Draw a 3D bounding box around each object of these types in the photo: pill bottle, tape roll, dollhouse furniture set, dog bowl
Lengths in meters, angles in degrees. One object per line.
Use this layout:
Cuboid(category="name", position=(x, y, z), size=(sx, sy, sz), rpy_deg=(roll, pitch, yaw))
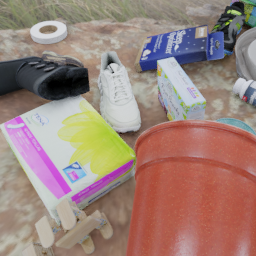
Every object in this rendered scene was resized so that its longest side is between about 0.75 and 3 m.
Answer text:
Cuboid(category="pill bottle", position=(3.457, -0.967, 7.737), size=(1.011, 0.605, 0.605), rpy_deg=(33, 56, 28))
Cuboid(category="tape roll", position=(-2.907, -3.537, 10.326), size=(1.323, 0.242, 1.323), rpy_deg=(0, 47, 0))
Cuboid(category="dollhouse furniture set", position=(-0.982, 2.022, 4.649), size=(1.329, 1.221, 0.865), rpy_deg=(-40, 53, 3))
Cuboid(category="dog bowl", position=(4.532, -1.990, 8.339), size=(2.708, 0.794, 2.708), rpy_deg=(-3, 52, 4))

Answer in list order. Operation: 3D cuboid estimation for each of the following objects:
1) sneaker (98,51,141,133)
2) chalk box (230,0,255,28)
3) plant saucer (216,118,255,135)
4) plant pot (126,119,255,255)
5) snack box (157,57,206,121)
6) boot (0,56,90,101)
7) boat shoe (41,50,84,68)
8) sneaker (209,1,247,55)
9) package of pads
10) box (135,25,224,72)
Cuboid(category="sneaker", position=(-0.320, -1.002, 7.462), size=(1.006, 1.086, 2.679), rpy_deg=(-10, 50, -12))
Cuboid(category="chalk box", position=(4.905, -4.771, 10.454), size=(2.431, 1.507, 1.517), rpy_deg=(-21, 52, -25))
Cuboid(category="plant saucer", position=(2.556, 0.237, 6.898), size=(1.173, 0.211, 1.173), rpy_deg=(0, 48, 1))
Cuboid(category="plant pot", position=(1.029, 1.538, 4.412), size=(2.453, 2.453, 2.386), rpy_deg=(11, 56, 10))
Cuboid(category="snack box", position=(1.238, -0.676, 6.855), size=(0.491, 1.319, 1.855), rpy_deg=(-14, 46, -8))
Cuboid(category="boot", position=(-2.612, -1.114, 7.109), size=(2.339, 0.932, 2.838), rpy_deg=(-33, 38, -27))
Cuboid(category="boat shoe", position=(-2.081, -1.983, 8.804), size=(1.432, 0.533, 0.525), rpy_deg=(16, 71, 12))
Cuboid(category="sneaker", position=(3.344, -3.448, 9.571), size=(1.054, 1.232, 2.973), rpy_deg=(20, 50, 19))
Cuboid(category="package of pads", position=(-1.313, 0.439, 6.229), size=(2.076, 0.916, 2.687), rpy_deg=(-30, 54, -24))
Cuboid(category="box", position=(1.609, -2.535, 8.764), size=(2.616, 0.424, 1.585), rpy_deg=(-4, 44, 21))
